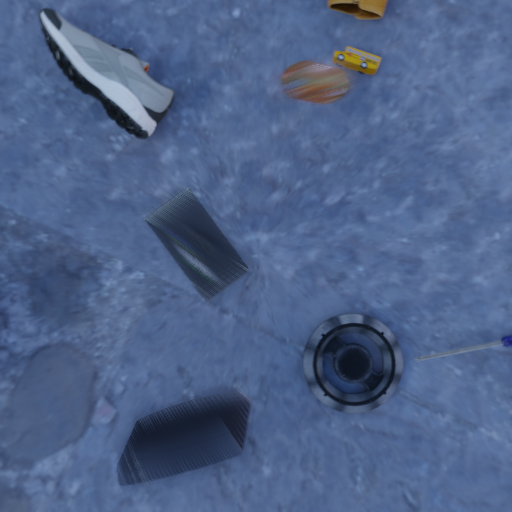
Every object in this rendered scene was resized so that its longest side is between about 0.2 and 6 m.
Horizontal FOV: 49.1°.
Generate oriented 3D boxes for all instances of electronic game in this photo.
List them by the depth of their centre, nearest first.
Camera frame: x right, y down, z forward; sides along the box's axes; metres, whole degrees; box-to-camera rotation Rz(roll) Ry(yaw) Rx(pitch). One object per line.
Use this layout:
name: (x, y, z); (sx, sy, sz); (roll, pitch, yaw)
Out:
electronic game: (1.648, 1.831, 9.570); (1.704, 0.355, 1.704); (0, 88, 1)

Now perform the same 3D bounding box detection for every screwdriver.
screwdriver: (4.024, 1.531, 9.656); (2.657, 0.387, 0.371); (-11, 83, 2)

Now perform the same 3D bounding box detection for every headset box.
headset box: (-0.832, -0.153, 7.781); (0.722, 1.557, 1.356); (-36, 94, -5)

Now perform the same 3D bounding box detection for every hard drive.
hard drive: (-0.969, 2.384, 7.471); (1.747, 1.178, 0.370); (-19, 108, 13)

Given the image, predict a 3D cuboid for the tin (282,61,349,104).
tin: (0.995, -2.902, 9.376); (1.197, 0.670, 0.251); (3, 62, -28)

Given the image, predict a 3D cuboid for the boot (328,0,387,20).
boot: (2.376, -5.096, 10.209); (2.125, 0.748, 1.521); (2, 89, 4)

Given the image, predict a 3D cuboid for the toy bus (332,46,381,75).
toy bus: (1.820, -3.562, 10.202); (0.823, 0.268, 0.322); (19, 84, 2)

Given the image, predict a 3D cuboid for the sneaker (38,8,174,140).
sneaker: (-2.660, -3.323, 9.890); (2.811, 1.039, 1.114); (42, 76, -2)
